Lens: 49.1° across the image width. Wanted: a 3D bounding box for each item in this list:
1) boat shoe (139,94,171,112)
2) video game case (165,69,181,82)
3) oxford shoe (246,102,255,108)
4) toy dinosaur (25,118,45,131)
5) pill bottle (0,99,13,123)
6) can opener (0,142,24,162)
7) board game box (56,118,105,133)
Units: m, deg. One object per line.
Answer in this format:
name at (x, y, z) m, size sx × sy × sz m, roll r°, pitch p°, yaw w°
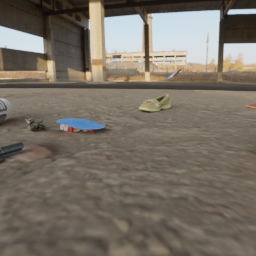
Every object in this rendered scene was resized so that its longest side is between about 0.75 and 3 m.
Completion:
boat shoe at (1.514, -1.384, 15.396) m, size 0.945 × 0.815 × 2.590 m, roll 11°, pitch 16°, yaw 41°
video game case at (2.213, -2.595, 13.828) m, size 0.595 × 0.079 × 0.832 m, roll -45°, pitch 10°, yaw -25°
oxford shoe at (7.569, -1.406, 16.306) m, size 1.326 × 0.483 × 0.473 m, roll 4°, pitch 13°, yaw 17°
toy dinosaur at (-3.416, -0.042, 10.308) m, size 0.642 × 0.483 × 1.255 m, roll -15°, pitch 22°, yaw -13°
pill bottle at (-5.610, -0.654, 11.354) m, size 1.092 × 1.092 × 1.920 m, roll 2°, pitch 11°, yaw 9°
can opener at (-3.181, 0.678, 7.180) m, size 0.413 × 0.327 × 1.244 m, roll 40°, pitch 26°, yaw 12°
board game box at (-1.713, -0.008, 10.214) m, size 1.763 × 0.343 × 1.393 m, roll 16°, pitch 15°, yaw 36°
